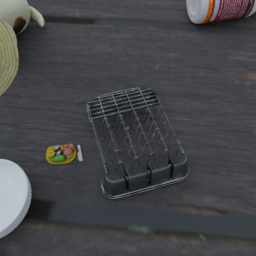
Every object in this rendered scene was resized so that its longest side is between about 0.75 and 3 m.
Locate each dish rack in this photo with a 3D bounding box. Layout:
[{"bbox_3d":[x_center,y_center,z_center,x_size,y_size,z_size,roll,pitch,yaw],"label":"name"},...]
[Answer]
[{"bbox_3d":[0.128,0.186,7.171,2.184,0.777,2.847,-13,54,-10],"label":"dish rack"}]

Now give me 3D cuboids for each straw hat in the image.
[{"bbox_3d":[-2.954,-1.261,4.663,2.342,2.342,0.991,-26,33,-17],"label":"straw hat"}]

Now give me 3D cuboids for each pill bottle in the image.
[{"bbox_3d":[3.669,-4.733,10.069,2.808,1.586,1.586,-10,56,-7],"label":"pill bottle"}]

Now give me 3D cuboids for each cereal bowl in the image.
[{"bbox_3d":[-2.973,1.622,6.128,1.787,0.744,1.787,0,55,0],"label":"cereal bowl"}]

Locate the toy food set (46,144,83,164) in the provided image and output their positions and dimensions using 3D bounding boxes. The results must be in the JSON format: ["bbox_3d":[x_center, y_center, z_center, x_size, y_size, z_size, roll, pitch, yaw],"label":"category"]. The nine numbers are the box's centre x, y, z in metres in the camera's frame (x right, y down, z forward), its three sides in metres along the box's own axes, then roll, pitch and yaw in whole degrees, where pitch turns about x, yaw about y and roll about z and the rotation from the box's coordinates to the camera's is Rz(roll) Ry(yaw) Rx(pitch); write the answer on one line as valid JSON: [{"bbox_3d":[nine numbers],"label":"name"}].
[{"bbox_3d":[-1.643,0.600,7.114,0.927,0.303,0.546,-6,55,-4],"label":"toy food set"}]

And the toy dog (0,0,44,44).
[{"bbox_3d":[-4.303,-3.225,9.027,2.854,2.054,2.944,18,46,-31],"label":"toy dog"}]
